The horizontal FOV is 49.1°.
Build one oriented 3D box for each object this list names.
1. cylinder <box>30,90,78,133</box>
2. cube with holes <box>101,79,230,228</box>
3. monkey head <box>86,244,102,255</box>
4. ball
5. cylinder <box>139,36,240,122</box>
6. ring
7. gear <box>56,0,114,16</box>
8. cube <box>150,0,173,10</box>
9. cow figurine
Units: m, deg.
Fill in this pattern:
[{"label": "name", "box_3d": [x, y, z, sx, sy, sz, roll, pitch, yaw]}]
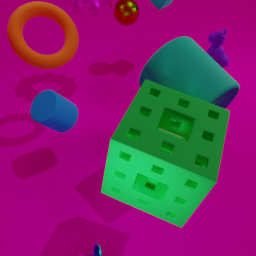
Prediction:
[{"label": "cylinder", "box_3d": [-1.803, -0.398, 6.912, 0.836, 0.836, 0.836, -10, 68, 25]}, {"label": "cube with holes", "box_3d": [0.534, 0.375, 4.221, 1.338, 1.338, 1.338, 22, 48, 7]}, {"label": "monkey head", "box_3d": [-0.520, 2.272, 4.078, 0.746, 0.625, 1.037, 23, 77, 48]}, {"label": "ball", "box_3d": [-0.051, -4.047, 9.764, 0.910, 0.910, 0.910, 0, 47, 0]}, {"label": "cylinder", "box_3d": [1.160, -0.795, 5.478, 1.393, 1.393, 1.393, -29, 68, -24]}, {"label": "ring", "box_3d": [-2.086, -2.313, 6.999, 1.717, 0.343, 1.717, 3, 82, -23]}, {"label": "gear", "box_3d": [-1.256, -4.300, 8.050, 2.072, 0.383, 2.072, 2, 83, -13]}, {"label": "cube", "box_3d": [1.166, -4.576, 9.404, 0.717, 0.717, 0.717, 47, 57, 4]}, {"label": "cow figurine", "box_3d": [2.503, -2.127, 7.730, 1.014, 0.998, 0.557, 41, 32, -11]}]
